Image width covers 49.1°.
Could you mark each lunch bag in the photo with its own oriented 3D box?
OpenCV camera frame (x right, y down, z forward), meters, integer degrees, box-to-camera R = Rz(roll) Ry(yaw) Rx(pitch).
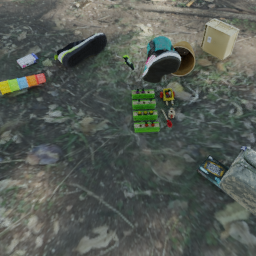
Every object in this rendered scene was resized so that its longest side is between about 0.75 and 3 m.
[{"bbox_3d":[2.462,0.984,5.337,1.137,0.792,0.953,36,61,19],"label":"lunch bag"}]

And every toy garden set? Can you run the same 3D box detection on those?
[{"bbox_3d":[1.192,-0.916,12.209,1.956,0.468,2.347,-3,52,-2],"label":"toy garden set"}]

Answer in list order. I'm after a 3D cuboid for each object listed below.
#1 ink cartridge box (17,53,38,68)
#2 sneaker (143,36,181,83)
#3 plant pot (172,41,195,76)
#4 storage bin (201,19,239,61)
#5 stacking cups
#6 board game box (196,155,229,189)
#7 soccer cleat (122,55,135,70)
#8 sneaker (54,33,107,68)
[{"bbox_3d":[-5.136,-3.467,14.374,0.943,0.198,0.562,-34,60,-20],"label":"ink cartridge box"},{"bbox_3d":[1.265,-2.632,10.015,1.044,2.497,1.508,13,81,-14],"label":"sneaker"},{"bbox_3d":[2.626,-3.631,13.819,1.512,1.512,1.622,13,42,10],"label":"plant pot"},{"bbox_3d":[4.633,-4.530,14.357,0.722,1.540,1.529,-39,62,-24],"label":"storage bin"},{"bbox_3d":[-4.902,-2.074,13.120,2.044,0.619,0.619,-15,54,-18],"label":"stacking cups"},{"bbox_3d":[3.302,1.662,10.393,1.265,0.178,0.856,38,61,25],"label":"board game box"},{"bbox_3d":[0.020,-2.871,12.420,0.314,0.261,0.774,-28,85,-24],"label":"soccer cleat"},{"bbox_3d":[-2.445,-4.233,14.418,2.954,1.059,1.223,-35,60,-24],"label":"sneaker"}]
